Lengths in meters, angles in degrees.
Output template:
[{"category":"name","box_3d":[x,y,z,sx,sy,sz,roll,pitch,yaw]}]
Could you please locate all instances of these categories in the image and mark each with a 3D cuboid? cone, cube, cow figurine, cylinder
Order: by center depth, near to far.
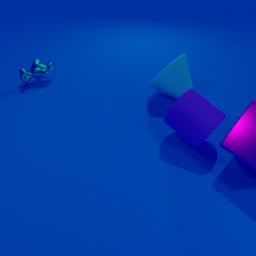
[{"category":"cube","box_3d":[3.244,0.368,6.566,1.322,1.322,1.322,40,9,38]},{"category":"cylinder","box_3d":[1.758,-0.254,7.463,1.172,1.172,1.172,42,52,14]},{"category":"cone","box_3d":[1.769,-1.305,9.237,1.563,1.563,1.569,-38,87,-36]},{"category":"cow figurine","box_3d":[-3.363,-1.987,10.242,1.119,0.614,1.101,13,63,2]}]
